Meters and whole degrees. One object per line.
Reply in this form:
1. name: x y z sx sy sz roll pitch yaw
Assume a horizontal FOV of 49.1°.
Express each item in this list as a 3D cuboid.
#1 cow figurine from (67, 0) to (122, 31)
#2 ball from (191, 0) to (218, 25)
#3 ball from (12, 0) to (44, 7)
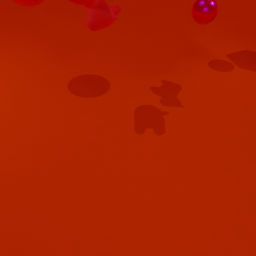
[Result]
1. cow figurine: -0.921 -3.065 6.239 0.938 1.681 1.708 -24 78 21
2. ball: 2.453 -3.751 8.968 0.835 0.835 0.835 0 44 0
3. ball: -2.712 -3.906 7.434 1.269 1.269 1.269 0 44 0
